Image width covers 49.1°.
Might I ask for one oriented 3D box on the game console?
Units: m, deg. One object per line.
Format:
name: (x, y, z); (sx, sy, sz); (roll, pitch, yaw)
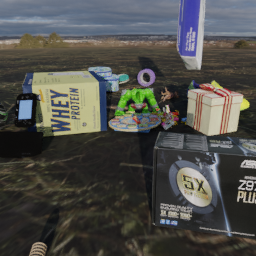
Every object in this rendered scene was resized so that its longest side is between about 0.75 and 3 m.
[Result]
game console: (-2.697, -0.101, 7.102); (1.071, 0.219, 1.816); (0, 64, -12)

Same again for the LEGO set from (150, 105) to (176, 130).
LEGO set: (1.134, -0.479, 9.132); (0.623, 0.504, 1.354); (-33, 28, -2)

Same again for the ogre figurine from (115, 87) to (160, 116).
ogre figurine: (0.365, -0.918, 9.975); (1.647, 0.988, 0.808); (1, 20, 0)

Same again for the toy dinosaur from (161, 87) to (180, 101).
toy dinosaur: (1.873, -1.446, 12.323); (0.709, 0.449, 1.046); (15, 29, 19)

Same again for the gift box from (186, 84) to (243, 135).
gift box: (2.685, -0.654, 8.690); (1.430, 1.335, 1.319); (-11, 24, -27)

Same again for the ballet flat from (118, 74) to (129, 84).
ballet flat: (-0.689, -2.653, 15.697); (1.727, 0.620, 0.620); (-14, 24, -41)

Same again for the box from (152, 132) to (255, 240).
box: (1.258, 0.862, 4.394); (1.682, 1.377, 0.724); (5, 20, 12)

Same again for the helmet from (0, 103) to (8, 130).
helmet: (-4.084, -0.338, 8.373); (0.975, 0.975, 0.929); (5, -4, 13)

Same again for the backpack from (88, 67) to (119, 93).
backpack: (-1.239, -2.335, 13.640); (1.630, 1.198, 1.491); (0, 23, -11)

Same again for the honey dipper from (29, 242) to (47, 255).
honey dipper: (-1.200, 1.864, 3.385); (0.208, 0.208, 1.094); (-1, 23, -2)

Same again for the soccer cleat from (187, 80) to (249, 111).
soccer cleat: (3.467, -1.268, 10.791); (2.380, 0.995, 0.769); (14, 21, 16)

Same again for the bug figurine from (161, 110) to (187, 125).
bug figurine: (1.617, -0.352, 9.464); (0.784, 0.260, 1.011); (-10, 22, -24)

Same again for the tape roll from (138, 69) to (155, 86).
tape roll: (0.995, -2.731, 15.176); (0.893, 0.893, 0.379); (8, 20, 21)

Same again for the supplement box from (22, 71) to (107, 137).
supplement box: (-2.038, -0.888, 9.019); (2.304, 1.549, 2.307); (-5, 20, -15)

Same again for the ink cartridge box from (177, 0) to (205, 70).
ink cartridge box: (2.076, -3.388, 8.893); (0.538, 2.647, 2.653); (4, 2, 19)

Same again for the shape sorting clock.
shape sorting clock: (0.224, -0.226, 9.003); (1.685, 0.331, 1.685); (0, 19, 0)
